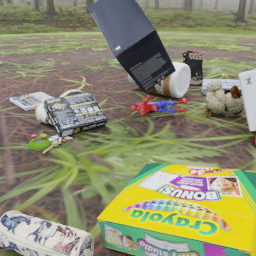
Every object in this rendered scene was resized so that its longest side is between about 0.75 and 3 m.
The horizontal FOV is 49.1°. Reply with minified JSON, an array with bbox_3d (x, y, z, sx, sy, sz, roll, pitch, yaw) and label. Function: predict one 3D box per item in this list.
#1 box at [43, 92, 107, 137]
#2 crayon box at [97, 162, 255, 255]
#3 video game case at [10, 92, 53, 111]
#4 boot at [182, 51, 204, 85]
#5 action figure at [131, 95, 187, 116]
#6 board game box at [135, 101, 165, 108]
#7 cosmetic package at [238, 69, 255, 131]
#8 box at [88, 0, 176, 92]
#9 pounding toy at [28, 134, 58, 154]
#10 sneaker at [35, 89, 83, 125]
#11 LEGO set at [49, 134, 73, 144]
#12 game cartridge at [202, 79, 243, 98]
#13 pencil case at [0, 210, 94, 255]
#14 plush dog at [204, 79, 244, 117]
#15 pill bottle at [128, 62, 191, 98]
[{"bbox_3d":[-1.764,-0.502,9.444,1.733,0.426,1.397,-17,61,-34],"label":"box"},{"bbox_3d":[1.030,1.421,4.952,2.384,0.695,2.057,0,20,30],"label":"crayon box"},{"bbox_3d":[-4.068,-1.181,12.108,1.484,0.187,1.629,-20,31,-39],"label":"video game case"},{"bbox_3d":[2.961,-3.225,14.909,2.238,1.685,0.819,11,26,25],"label":"boot"},{"bbox_3d":[1.095,-0.889,10.803,2.066,0.674,1.023,-4,24,-9],"label":"action figure"},{"bbox_3d":[0.888,-0.891,11.329,1.109,0.179,0.666,-13,22,-42],"label":"board game box"},{"bbox_3d":[4.543,-1.004,8.628,1.778,1.767,2.125,-11,2,27],"label":"cosmetic package"},{"bbox_3d":[0.202,-2.892,9.294,1.432,2.439,2.399,-32,62,12],"label":"box"},{"bbox_3d":[-2.548,0.370,8.250,0.866,0.402,0.669,15,28,31],"label":"pounding toy"},{"bbox_3d":[-2.260,-0.690,10.366,1.012,0.873,2.309,24,39,24],"label":"sneaker"},{"bbox_3d":[-2.082,0.296,8.694,0.778,0.191,0.581,13,26,35],"label":"LEGO set"},{"bbox_3d":[4.928,-1.921,13.445,2.665,0.545,1.774,7,28,14],"label":"game cartridge"},{"bbox_3d":[-1.341,1.840,4.502,1.689,0.657,0.756,9,4,20],"label":"pencil case"},{"bbox_3d":[3.645,-0.953,10.478,1.323,1.540,1.236,2,55,29],"label":"plush dog"},{"bbox_3d":[1.408,-2.413,13.214,2.711,1.550,1.550,18,29,34],"label":"pill bottle"}]
